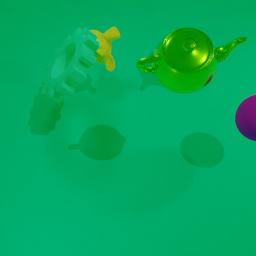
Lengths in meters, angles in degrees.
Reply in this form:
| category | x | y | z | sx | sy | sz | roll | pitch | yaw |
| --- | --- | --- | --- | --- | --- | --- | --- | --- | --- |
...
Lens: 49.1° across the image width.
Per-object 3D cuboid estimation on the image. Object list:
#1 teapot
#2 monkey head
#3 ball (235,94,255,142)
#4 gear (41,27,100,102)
| category | x | y | z | sx | sy | sz | roll | pitch | yaw |
| --- | --- | --- | --- | --- | --- | --- | --- | --- | --- |
| teapot | 1.123 | -1.305 | 5.142 | 1.979 | 0.969 | 1.230 | -11 | 76 | 1 |
| monkey head | -0.704 | -2.430 | 8.148 | 1.041 | 0.872 | 1.447 | -28 | 78 | 1 |
| ball | 3.153 | -0.240 | 6.661 | 1.150 | 1.150 | 1.150 | 0 | 60 | 0 |
| gear | -1.516 | -1.632 | 7.185 | 1.968 | 0.364 | 1.968 | -29 | 46 | 35 |
